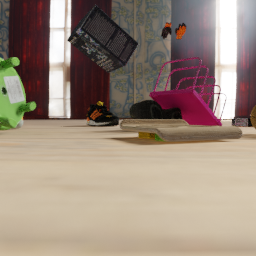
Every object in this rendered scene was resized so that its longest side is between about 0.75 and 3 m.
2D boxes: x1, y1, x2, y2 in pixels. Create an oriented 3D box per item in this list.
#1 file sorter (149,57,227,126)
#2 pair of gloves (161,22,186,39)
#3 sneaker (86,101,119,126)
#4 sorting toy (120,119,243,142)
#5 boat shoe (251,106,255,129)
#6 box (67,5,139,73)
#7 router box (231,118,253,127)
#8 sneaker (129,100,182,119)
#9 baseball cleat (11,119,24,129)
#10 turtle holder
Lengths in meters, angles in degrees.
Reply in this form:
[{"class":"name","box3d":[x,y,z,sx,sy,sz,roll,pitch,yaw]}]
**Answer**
[{"class":"file sorter","box3d":[2.118,-1.125,9.351,1.564,1.411,2.250,2,-25,42]},{"class":"pair of gloves","box3d":[1.775,-3.748,10.881,0.935,0.116,0.833,-1,-26,-7]},{"class":"sneaker","box3d":[-1.166,-0.627,12.087,0.830,1.068,2.374,-1,3,-32]},{"class":"sorting toy","box3d":[0.830,0.062,4.869,1.535,0.303,1.659,-1,7,-23]},{"class":"boat shoe","box3d":[4.046,-0.338,5.773,2.745,0.972,0.951,0,2,27]},{"class":"box","box3d":[-1.031,-3.493,11.369,2.262,1.211,1.679,36,-16,-23]},{"class":"router box","box3d":[4.937,-0.227,11.293,1.298,0.331,0.968,0,2,10]},{"class":"sneaker","box3d":[0.735,-0.288,8.575,1.030,0.862,2.269,-6,-12,41]},{"class":"baseball cleat","box3d":[-4.040,-0.255,8.937,1.642,0.572,0.874,1,2,42]},{"class":"turtle holder","box3d":[-3.360,-0.574,6.253,1.659,1.775,2.336,-9,41,12]}]
